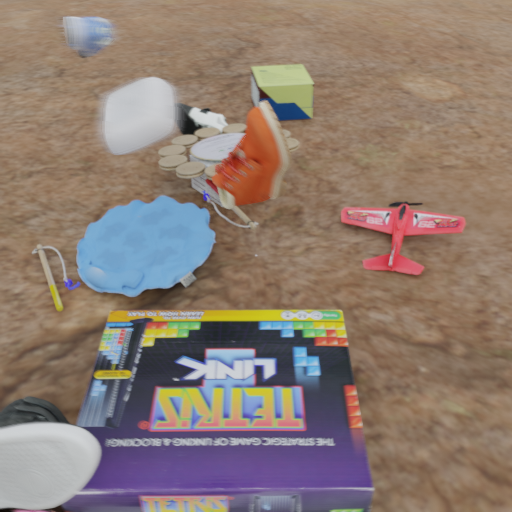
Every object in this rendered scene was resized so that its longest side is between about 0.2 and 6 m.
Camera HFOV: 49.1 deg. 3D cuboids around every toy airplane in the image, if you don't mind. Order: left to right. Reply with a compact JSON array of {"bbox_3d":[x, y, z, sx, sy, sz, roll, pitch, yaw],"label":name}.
[{"bbox_3d":[2.990,-0.412,11.638,2.609,0.480,2.609,-5,36,4],"label":"toy airplane"}]

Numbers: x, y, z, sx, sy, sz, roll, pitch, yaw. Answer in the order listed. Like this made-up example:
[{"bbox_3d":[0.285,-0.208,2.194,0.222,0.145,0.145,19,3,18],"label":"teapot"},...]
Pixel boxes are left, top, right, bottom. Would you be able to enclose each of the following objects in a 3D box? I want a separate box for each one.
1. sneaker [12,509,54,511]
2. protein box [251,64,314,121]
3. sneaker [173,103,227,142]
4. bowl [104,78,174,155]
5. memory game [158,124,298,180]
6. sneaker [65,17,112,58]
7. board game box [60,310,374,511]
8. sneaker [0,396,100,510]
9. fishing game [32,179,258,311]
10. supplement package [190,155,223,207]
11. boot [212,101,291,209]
[{"bbox_3d":[-3.353,3.527,6.181,2.592,1.041,1.119,-4,41,-2],"label":"sneaker"},{"bbox_3d":[0.755,-4.943,16.946,1.637,1.112,1.649,-5,38,-6],"label":"protein box"},{"bbox_3d":[-1.404,-3.657,15.605,0.996,0.834,2.251,-31,57,-33],"label":"sneaker"},{"bbox_3d":[-2.199,-2.606,10.130,1.360,0.508,1.358,-18,56,18],"label":"bowl"},{"bbox_3d":[-0.696,-2.517,13.323,3.370,0.215,3.370,-5,32,3],"label":"memory game"},{"bbox_3d":[-3.155,-4.252,10.931,0.731,0.718,1.898,-3,20,-4],"label":"sneaker"},{"bbox_3d":[-0.475,2.141,7.909,3.739,1.060,3.091,-1,37,-1],"label":"board game box"},{"bbox_3d":[-2.711,2.223,6.813,3.049,1.078,1.512,-29,15,31],"label":"sneaker"},{"bbox_3d":[-2.170,-0.173,11.288,4.154,0.646,2.975,-26,44,-19],"label":"fishing game"},{"bbox_3d":[-0.577,-2.062,13.433,1.607,0.891,1.252,-28,46,-32],"label":"supplement package"},{"bbox_3d":[-0.133,-1.589,9.531,1.272,2.372,0.890,-18,63,-11],"label":"boot"}]
